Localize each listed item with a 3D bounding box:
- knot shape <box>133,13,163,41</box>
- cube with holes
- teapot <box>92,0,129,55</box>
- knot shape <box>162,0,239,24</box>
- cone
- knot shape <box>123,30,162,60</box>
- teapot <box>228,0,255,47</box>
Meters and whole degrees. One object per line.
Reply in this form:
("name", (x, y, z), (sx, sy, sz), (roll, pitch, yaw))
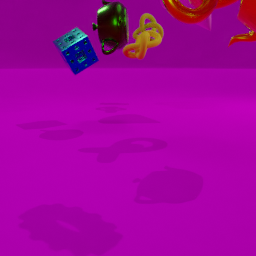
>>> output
("knot shape", (0.895, -3.940, 11.404), (1.174, 1.255, 0.580), (33, -2, 8))
("cube with holes", (-1.411, -2.084, 7.590), (0.787, 0.787, 0.787), (-34, 45, -8))
("teapot", (-0.408, -2.400, 6.496), (0.826, 1.686, 1.049), (-1, -23, 4))
("knot shape", (1.603, -2.807, 5.380), (1.688, 1.804, 0.834), (10, 32, -44))
("cone", (1.989, -3.405, 8.001), (1.629, 1.635, 1.629), (-20, -19, -7))
("knot shape", (0.589, -3.064, 10.163), (1.380, 0.681, 1.474), (-44, 17, -18))
("teapot", (1.840, -1.783, 3.776), (0.864, 1.764, 1.097), (19, 52, 14))
